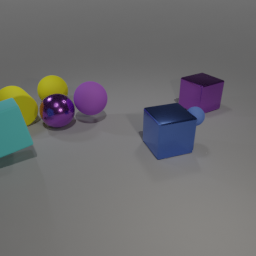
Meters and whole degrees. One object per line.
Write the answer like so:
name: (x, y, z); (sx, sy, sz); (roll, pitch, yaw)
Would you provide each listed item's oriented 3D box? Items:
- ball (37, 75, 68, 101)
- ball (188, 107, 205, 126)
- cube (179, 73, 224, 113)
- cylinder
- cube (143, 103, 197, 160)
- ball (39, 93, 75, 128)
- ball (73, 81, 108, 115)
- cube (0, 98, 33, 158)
ball: (-3.532, -1.766, 13.172); (1.400, 1.400, 1.400); (0, 29, 0)
ball: (2.424, -0.423, 10.144); (0.700, 0.700, 0.700); (0, 29, 0)
cube: (3.366, -1.616, 12.999); (1.400, 1.400, 1.400); (-17, 33, -28)
cylinder: (-4.671, -0.910, 11.706); (1.400, 1.400, 1.400); (-19, 34, -31)
cube: (1.433, 0.072, 9.973); (1.400, 1.400, 1.400); (-10, 31, -17)
ball: (-2.865, -0.701, 11.369); (1.400, 1.400, 1.400); (0, 29, 0)
ball: (-1.550, -1.229, 11.619); (1.400, 1.400, 1.400); (0, 29, 0)
cube: (-4.122, -0.003, 9.155); (1.400, 1.400, 1.400); (-23, 26, -21)
